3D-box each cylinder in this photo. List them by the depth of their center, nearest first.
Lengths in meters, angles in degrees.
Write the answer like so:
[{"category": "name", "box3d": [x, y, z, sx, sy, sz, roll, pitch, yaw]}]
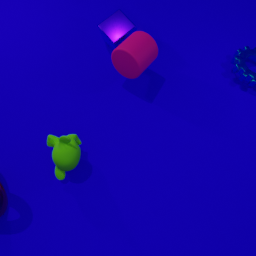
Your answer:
[{"category": "cylinder", "box3d": [0.197, -2.070, 7.954, 0.983, 0.983, 0.983, 34, 60, 12]}]

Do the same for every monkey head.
[{"category": "monkey head", "box3d": [-1.726, 0.603, 7.256, 1.034, 1.437, 0.866, 17, 32, 2]}]

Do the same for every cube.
[{"category": "cube", "box3d": [-0.275, -2.928, 8.729, 0.865, 0.865, 0.865, -38, 73, -2]}]

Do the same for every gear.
[{"category": "gear", "box3d": [3.829, -1.876, 8.525, 1.361, 0.252, 1.361, 5, 64, -10]}]

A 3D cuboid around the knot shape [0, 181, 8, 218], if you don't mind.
[{"category": "knot shape", "box3d": [-3.659, 1.617, 6.687, 1.873, 0.925, 2.001, -9, 59, 23]}]
